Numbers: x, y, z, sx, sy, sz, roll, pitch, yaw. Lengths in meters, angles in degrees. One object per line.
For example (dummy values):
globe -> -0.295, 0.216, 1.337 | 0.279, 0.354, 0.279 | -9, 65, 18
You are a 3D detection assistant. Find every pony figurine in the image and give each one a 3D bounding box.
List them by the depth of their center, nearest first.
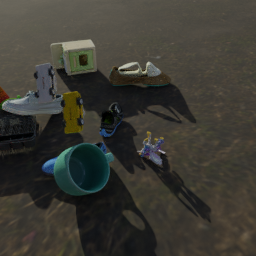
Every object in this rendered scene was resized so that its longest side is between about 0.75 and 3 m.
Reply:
pony figurine -> 0.833, 0.681, 9.260 | 0.900, 0.932, 0.776 | 23, 32, 3

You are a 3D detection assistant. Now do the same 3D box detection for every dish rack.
dish rack -> -4.172, 0.012, 10.250 | 1.679, 0.597, 2.189 | -6, 37, -10

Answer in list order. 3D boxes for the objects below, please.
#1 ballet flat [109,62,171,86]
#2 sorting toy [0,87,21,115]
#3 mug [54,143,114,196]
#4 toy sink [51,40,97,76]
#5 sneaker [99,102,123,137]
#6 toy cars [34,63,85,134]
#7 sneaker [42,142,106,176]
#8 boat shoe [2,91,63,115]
ballet flat -> 0.591, -2.589, 13.264 | 2.982, 1.079, 1.011 | 1, 38, 1
sorting toy -> -5.033, -1.339, 11.633 | 2.552, 0.879, 0.885 | 23, 39, 36
mug -> -1.281, 1.254, 8.076 | 1.700, 1.051, 1.397 | 23, 58, -38
toy sink -> -2.757, -3.572, 14.332 | 2.103, 1.370, 1.178 | -10, 39, -15
sneaker -> -0.614, -0.441, 10.686 | 0.658, 0.769, 1.856 | 10, 38, 10
toy cars -> -1.998, -0.879, 8.377 | 2.483, 1.113, 0.550 | 45, 12, 16
sneaker -> -1.717, 0.891, 8.914 | 2.097, 0.822, 0.691 | -13, 41, -14
boat shoe -> -3.575, -1.035, 10.759 | 2.424, 0.863, 0.845 | -5, 28, -47
